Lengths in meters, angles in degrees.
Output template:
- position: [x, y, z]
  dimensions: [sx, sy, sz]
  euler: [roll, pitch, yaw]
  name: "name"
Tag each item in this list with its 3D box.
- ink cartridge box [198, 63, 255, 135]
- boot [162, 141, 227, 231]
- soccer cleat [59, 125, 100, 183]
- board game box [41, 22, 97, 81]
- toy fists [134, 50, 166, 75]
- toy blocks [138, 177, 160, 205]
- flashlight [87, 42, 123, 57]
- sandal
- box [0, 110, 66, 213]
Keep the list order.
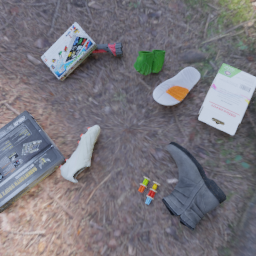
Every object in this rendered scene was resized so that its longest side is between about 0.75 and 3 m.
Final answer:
- position: [3.696, -0.974, 10.628]
  dimensions: [1.488, 0.855, 2.541]
  euler: [27, 75, 9]
  name: "ink cartridge box"
- position: [1.864, 1.992, 9.806]
  dimensions: [1.857, 0.985, 2.821]
  euler: [-38, 73, -4]
  name: "boot"
- position: [-1.563, 0.933, 10.159]
  dimensions: [0.865, 0.773, 2.231]
  euler: [33, 85, 16]
  name: "soccer cleat"
- position: [-2.360, -3.036, 11.170]
  dimensions: [2.022, 0.350, 1.276]
  euler: [-42, 78, 8]
  name: "board game box"
- position: [0.839, -2.531, 10.810]
  dimensions: [0.584, 1.699, 0.866]
  euler: [21, 117, 30]
  name: "toy fists"
- position: [0.679, 2.254, 10.033]
  dimensions: [0.684, 0.298, 0.821]
  euler: [26, 76, 6]
  name: "toy blocks"
- position: [-1.049, -3.151, 11.420]
  dimensions: [1.656, 0.563, 0.561]
  euler: [-3, 79, 6]
  name: "flashlight"
- position: [1.924, -1.481, 10.910]
  dimensions: [0.986, 0.737, 2.573]
  euler: [45, 58, 12]
  name: "sandal"
- position: [-4.131, 1.175, 10.103]
  dimensions: [2.998, 0.725, 2.374]
  euler: [-39, 78, -10]
  name: "box"
